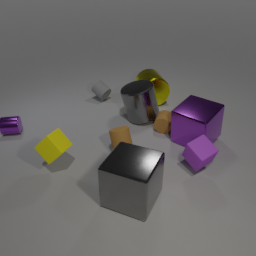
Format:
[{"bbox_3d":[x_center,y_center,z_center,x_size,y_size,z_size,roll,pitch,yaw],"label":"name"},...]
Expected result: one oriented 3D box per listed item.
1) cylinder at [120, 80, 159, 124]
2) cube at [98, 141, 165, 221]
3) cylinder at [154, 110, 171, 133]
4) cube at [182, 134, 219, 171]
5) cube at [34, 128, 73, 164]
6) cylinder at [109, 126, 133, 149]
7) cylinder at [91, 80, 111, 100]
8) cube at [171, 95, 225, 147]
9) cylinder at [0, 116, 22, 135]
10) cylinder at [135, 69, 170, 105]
[{"bbox_3d":[0.513,-1.107,11.792,1.400,1.400,1.400,-12,31,7],"label":"cylinder"},{"bbox_3d":[0.119,1.432,7.811,1.400,1.400,1.400,13,33,21],"label":"cube"},{"bbox_3d":[1.453,-0.257,11.281,0.700,0.700,0.700,8,34,14],"label":"cylinder"},{"bbox_3d":[2.207,0.765,8.611,0.700,0.700,0.700,-26,61,-22],"label":"cube"},{"bbox_3d":[-2.310,0.560,8.712,0.700,0.700,0.700,-38,6,25],"label":"cube"},{"bbox_3d":[-0.241,0.349,9.565,0.700,0.700,0.700,-12,10,2],"label":"cylinder"},{"bbox_3d":[-1.289,-1.834,13.578,0.700,0.700,0.700,43,45,13],"label":"cylinder"},{"bbox_3d":[2.535,-0.165,10.310,1.400,1.400,1.400,24,46,34],"label":"cube"},{"bbox_3d":[-4.626,-0.106,11.057,0.700,0.700,0.700,-5,31,-8],"label":"cylinder"},{"bbox_3d":[1.139,-1.962,13.464,1.400,1.400,1.400,-6,32,-10],"label":"cylinder"}]
